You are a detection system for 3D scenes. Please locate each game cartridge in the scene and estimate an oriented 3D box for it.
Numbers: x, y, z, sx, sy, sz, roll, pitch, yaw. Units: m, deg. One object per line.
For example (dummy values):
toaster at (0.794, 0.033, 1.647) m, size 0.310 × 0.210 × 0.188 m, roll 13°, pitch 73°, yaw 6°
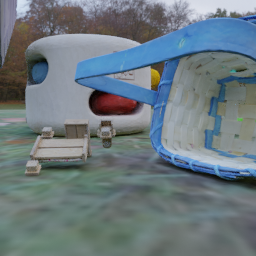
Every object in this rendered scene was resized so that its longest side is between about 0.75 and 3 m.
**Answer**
game cartridge at (-2.321, -2.516, 5.033) m, size 0.517 × 1.745 × 2.692 m, roll 14°, pitch -31°, yaw -16°

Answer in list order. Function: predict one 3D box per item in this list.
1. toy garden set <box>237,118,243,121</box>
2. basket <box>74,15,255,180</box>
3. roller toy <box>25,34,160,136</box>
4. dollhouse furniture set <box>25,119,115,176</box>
toy garden set at (2.207, -0.028, 6.047) m, size 1.286 × 0.308 × 1.543 m, roll 4°, pitch 6°, yaw 23°
basket at (0.688, -0.283, 2.406) m, size 1.911 × 1.329 × 1.685 m, roll 9°, pitch -1°, yaw -37°
roller toy at (-0.811, -0.944, 6.215) m, size 2.953 × 2.064 × 2.694 m, roll 1°, pitch 5°, yaw 9°
dollhouse furniture set at (-0.504, 0.298, 2.797) m, size 0.757 × 0.434 × 0.888 m, roll -1°, pitch 28°, yaw -2°
